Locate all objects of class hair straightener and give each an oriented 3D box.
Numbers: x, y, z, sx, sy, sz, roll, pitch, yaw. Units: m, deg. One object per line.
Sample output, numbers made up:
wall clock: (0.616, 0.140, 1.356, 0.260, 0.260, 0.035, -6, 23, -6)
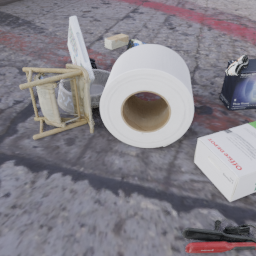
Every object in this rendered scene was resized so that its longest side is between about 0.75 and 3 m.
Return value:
hair straightener: (2.381, 2.480, 6.669, 2.221, 0.455, 0.855, -2, 37, -3)

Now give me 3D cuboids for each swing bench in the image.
swing bench: (-2.374, -0.953, 9.826, 2.217, 2.205, 1.438, -7, 37, -11)

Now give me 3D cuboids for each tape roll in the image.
tape roll: (0.667, -1.053, 9.358, 2.940, 2.940, 2.019, 4, 36, 6)

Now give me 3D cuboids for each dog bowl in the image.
dog bowl: (-1.603, -1.629, 11.904, 2.841, 0.833, 2.841, 0, 36, 0)

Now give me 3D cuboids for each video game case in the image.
video game case: (-1.867, -2.640, 10.808, 0.300, 2.306, 2.533, -16, -1, -14)

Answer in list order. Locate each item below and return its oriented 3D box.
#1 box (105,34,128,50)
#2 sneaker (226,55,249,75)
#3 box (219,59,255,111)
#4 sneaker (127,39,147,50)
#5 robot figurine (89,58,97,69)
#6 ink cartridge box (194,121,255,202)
box: (-0.685, -5.235, 16.974, 0.669, 0.548, 1.409, 30, 46, 34)
sneaker: (3.998, -2.306, 10.241, 1.231, 0.454, 0.492, -38, 22, -32)
box: (4.851, -1.734, 11.221, 1.785, 1.770, 1.100, -5, 38, -5)
sneaker: (0.436, -2.480, 11.238, 1.157, 2.716, 1.046, -1, 75, -12)
robot figurine: (-2.061, -3.031, 13.847, 1.187, 0.741, 0.892, 27, 31, 30)
ink cartridge box: (3.504, 0.876, 8.322, 2.488, 1.049, 1.818, -14, 39, -18)
